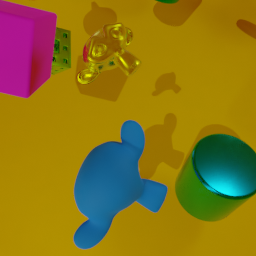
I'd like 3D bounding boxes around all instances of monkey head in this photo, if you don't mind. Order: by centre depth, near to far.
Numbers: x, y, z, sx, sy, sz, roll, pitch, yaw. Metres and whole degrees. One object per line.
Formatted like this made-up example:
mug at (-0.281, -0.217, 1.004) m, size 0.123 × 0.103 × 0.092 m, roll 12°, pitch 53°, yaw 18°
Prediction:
monkey head at (-0.190, -0.906, 3.505) m, size 0.725 × 0.607 × 1.008 m, roll 43°, pitch 80°, yaw -3°
monkey head at (-0.073, 0.886, 4.252) m, size 1.387 × 1.161 × 1.927 m, roll 24°, pitch 89°, yaw 6°

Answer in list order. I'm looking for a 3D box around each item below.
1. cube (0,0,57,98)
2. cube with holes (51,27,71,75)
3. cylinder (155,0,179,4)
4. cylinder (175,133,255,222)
cube at (-1.901, -1.306, 4.434) m, size 1.161 × 1.161 × 1.161 m, roll 13°, pitch 116°, yaw -3°
cube with holes at (-1.757, -1.639, 5.921) m, size 0.800 × 0.800 × 0.800 m, roll 1°, pitch 87°, yaw -40°
cylinder at (0.959, -3.896, 6.865) m, size 1.173 × 1.173 × 1.173 m, roll 11°, pitch 49°, yaw -13°
cylinder at (1.700, 0.987, 5.449) m, size 1.309 × 1.309 × 1.309 m, roll 3°, pitch 55°, yaw -5°
